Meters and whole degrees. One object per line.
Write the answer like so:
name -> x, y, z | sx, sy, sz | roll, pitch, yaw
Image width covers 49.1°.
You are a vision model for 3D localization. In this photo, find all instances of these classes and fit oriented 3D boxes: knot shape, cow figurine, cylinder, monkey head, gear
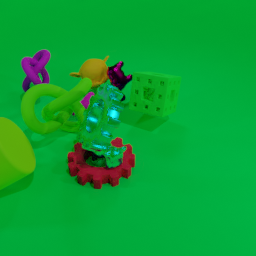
knot shape -> -3.143, -1.802, 9.592 | 0.751, 1.522, 1.626 | 12, 41, -5
cow figurine -> -0.581, 0.476, 6.948 | 0.644, 1.154, 1.173 | -17, 73, -32
cylinder -> -3.009, 0.681, 6.127 | 1.388, 1.388, 1.388 | -28, 38, 3
monkey head -> -1.259, -1.917, 10.049 | 1.626, 0.980, 1.170 | -31, 4, -22
gear -> -0.683, 0.819, 7.234 | 1.701, 0.315, 1.701 | 0, 36, 0
knot shape -> -1.794, -0.467, 7.750 | 2.033, 1.903, 0.940 | -28, 61, -15
gear -> -0.633, -0.234, 6.346 | 0.283, 1.531, 1.531 | 21, 26, -29
cow figurine -> -0.415, -1.510, 9.532 | 1.221, 1.241, 0.681 | -40, 14, -16
cow figurine -> -1.357, -0.709, 9.036 | 1.044, 0.573, 1.028 | 27, 52, 20

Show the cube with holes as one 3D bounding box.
cube with holes -> 0.821, -1.053, 8.403 | 1.102, 1.102, 1.102 | 15, 18, 26
